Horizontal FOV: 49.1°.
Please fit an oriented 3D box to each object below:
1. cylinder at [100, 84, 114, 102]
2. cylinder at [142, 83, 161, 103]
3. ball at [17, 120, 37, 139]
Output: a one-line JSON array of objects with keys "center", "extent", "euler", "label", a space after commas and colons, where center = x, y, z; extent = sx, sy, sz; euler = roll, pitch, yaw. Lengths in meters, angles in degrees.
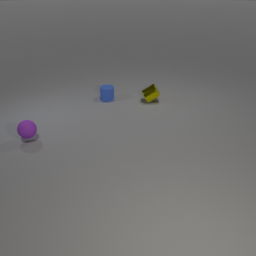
[{"center": [-1.043, -1.743, 14.064], "extent": [0.700, 0.700, 0.700], "euler": [0, 28, 0], "label": "cylinder"}, {"center": [1.145, -1.711, 13.737], "extent": [0.700, 0.700, 0.700], "euler": [-30, 24, 16], "label": "cylinder"}, {"center": [-3.750, 0.047, 10.408], "extent": [0.700, 0.700, 0.700], "euler": [0, 28, 0], "label": "ball"}]
